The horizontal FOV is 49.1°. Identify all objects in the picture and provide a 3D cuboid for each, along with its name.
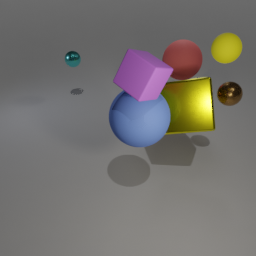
[{"bbox_3d":[2.331,-1.891,6.639,0.700,0.700,0.700,0,33,0],"label":"ball"},{"bbox_3d":[0.260,-0.259,6.409,1.400,1.400,1.400,0,33,0],"label":"ball"},{"bbox_3d":[2.920,-0.982,8.045,0.700,0.700,0.700,0,33,0],"label":"ball"},{"bbox_3d":[-2.400,-2.993,12.171,0.700,0.700,0.700,0,33,0],"label":"ball"},{"bbox_3d":[1.926,-2.412,9.957,1.400,1.400,1.400,0,33,0],"label":"ball"},{"bbox_3d":[1.685,-0.650,7.979,1.400,1.400,1.400,-5,7,15],"label":"cube"},{"bbox_3d":[0.286,-0.995,5.297,0.700,0.700,0.700,40,28,22],"label":"cube"}]
